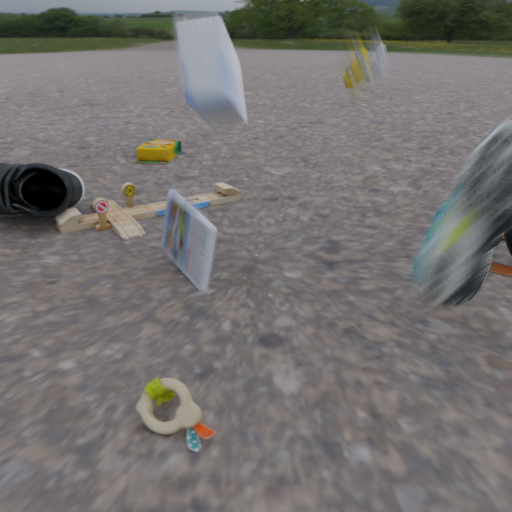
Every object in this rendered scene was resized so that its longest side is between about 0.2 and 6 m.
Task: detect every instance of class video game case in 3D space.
[{"bbox_3d":[-0.933,-0.232,7.536,0.114,0.908,1.268,-7,32,-33],"label":"video game case"}]

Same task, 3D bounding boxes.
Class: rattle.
[{"bbox_3d":[-0.657,1.428,4.997,0.757,0.541,0.493,24,63,14],"label":"rattle"}]

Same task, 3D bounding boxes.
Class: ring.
[{"bbox_3d":[3.800,-0.093,8.266,1.634,0.157,1.634,-1,27,0],"label":"ring"}]

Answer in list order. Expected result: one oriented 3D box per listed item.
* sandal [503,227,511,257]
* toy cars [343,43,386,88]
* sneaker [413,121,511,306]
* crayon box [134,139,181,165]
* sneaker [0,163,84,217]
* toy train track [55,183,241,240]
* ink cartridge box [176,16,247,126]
[{"bbox_3d":[3.620,-0.945,7.320,0.499,2.214,0.832,7,15,40],"label":"sandal"},{"bbox_3d":[1.108,-1.842,5.457,0.174,0.352,0.786,26,37,26],"label":"toy cars"},{"bbox_3d":[2.221,-0.483,5.933,0.792,2.043,0.814,22,17,-12],"label":"sneaker"},{"bbox_3d":[-2.350,-2.510,13.449,0.808,0.323,1.272,3,25,8],"label":"crayon box"},{"bbox_3d":[-4.310,-1.110,9.154,2.884,1.020,1.430,-4,6,-17],"label":"sneaker"},{"bbox_3d":[-1.805,-0.999,9.858,3.321,0.540,1.905,-13,28,-28],"label":"toy train track"},{"bbox_3d":[-0.531,-2.297,7.322,0.567,0.962,1.671,-7,0,6],"label":"ink cartridge box"}]
